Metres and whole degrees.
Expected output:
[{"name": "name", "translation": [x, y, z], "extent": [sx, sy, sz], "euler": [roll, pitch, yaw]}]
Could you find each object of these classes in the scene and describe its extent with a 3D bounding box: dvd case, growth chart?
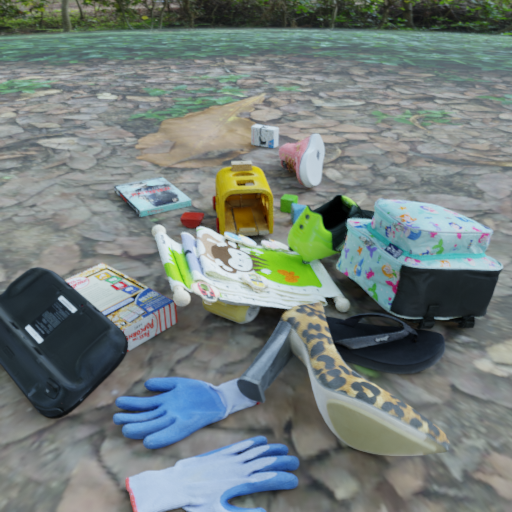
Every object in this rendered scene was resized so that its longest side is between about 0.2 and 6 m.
[{"name": "dvd case", "translation": [-2.648, -1.527, 14.177], "extent": [1.364, 0.206, 1.868], "euler": [-16, 31, -26]}, {"name": "growth chart", "translation": [-0.102, 0.193, 9.785], "extent": [3.584, 0.318, 2.594], "euler": [6, 29, -30]}]

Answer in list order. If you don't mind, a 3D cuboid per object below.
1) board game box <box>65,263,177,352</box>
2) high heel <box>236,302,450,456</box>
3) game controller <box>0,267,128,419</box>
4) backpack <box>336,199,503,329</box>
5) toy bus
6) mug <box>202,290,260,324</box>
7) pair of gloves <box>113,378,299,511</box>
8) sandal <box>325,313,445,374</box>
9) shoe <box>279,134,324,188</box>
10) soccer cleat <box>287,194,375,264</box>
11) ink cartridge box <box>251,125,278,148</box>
[{"name": "board game box", "translation": [-2.579, 0.892, 9.417], "extent": [2.030, 0.470, 1.538], "euler": [23, 36, 36]}, {"name": "high heel", "translation": [1.383, 1.476, 7.560], "extent": [2.808, 1.003, 2.002], "euler": [15, 40, 28]}, {"name": "game controller", "translation": [-3.160, 1.164, 8.437], "extent": [1.536, 0.620, 2.944], "euler": [-39, 47, -25]}, {"name": "backpack", "translation": [2.662, 0.002, 9.735], "extent": [2.185, 1.853, 2.461], "euler": [1, 15, -26]}, {"name": "toy bus", "translation": [-0.330, -1.466, 12.849], "extent": [2.631, 1.359, 2.482], "euler": [20, 34, 31]}, {"name": "mug", "translation": [-0.416, 0.788, 9.401], "extent": [0.796, 0.776, 0.969], "euler": [27, 37, 26]}, {"name": "pair of gloves", "translation": [-0.675, 2.301, 7.027], "extent": [2.071, 0.294, 2.577], "euler": [-9, 29, -15]}, {"name": "sandal", "translation": [1.614, 1.241, 8.688], "extent": [2.588, 0.554, 0.984], "euler": [6, 29, 11]}, {"name": "shoe", "translation": [1.178, -2.527, 15.433], "extent": [1.097, 0.862, 2.412], "euler": [-13, 33, 23]}, {"name": "soccer cleat", "translation": [1.816, -0.645, 11.110], "extent": [2.965, 1.202, 1.001], "euler": [-15, 48, -45]}, {"name": "ink cartridge box", "translation": [0.274, -3.851, 18.036], "extent": [0.836, 0.606, 0.350], "euler": [15, 32, 25]}]
